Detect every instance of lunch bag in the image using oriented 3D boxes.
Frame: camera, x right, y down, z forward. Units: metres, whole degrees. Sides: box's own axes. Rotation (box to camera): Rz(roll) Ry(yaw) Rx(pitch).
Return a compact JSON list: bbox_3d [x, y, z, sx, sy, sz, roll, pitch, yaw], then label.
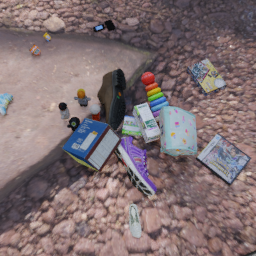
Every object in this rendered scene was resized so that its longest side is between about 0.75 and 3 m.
[{"bbox_3d":[1.654,0.140,9.690,1.092,1.791,1.525,-9,75,32],"label":"lunch bag"}]

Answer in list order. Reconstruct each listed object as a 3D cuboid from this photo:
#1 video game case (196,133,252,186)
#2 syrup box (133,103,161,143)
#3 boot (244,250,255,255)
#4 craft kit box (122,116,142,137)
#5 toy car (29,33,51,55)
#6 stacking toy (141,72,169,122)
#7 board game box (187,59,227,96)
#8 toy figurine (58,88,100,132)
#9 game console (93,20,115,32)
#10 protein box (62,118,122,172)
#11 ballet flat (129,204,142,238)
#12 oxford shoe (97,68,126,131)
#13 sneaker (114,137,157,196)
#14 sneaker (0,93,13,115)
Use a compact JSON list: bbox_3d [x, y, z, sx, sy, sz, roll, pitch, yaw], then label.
[{"bbox_3d":[3.571,1.139,10.473,1.545,0.197,1.396,40,70,18],"label":"video game case"},{"bbox_3d":[0.710,-0.195,10.750,0.555,0.574,1.409,-17,66,-14],"label":"syrup box"},{"bbox_3d":[4.920,4.447,8.459,2.376,0.869,1.789,-14,63,-3],"label":"boot"},{"bbox_3d":[0.199,-0.070,11.089,0.782,0.190,0.773,8,61,4],"label":"craft kit box"},{"bbox_3d":[-3.920,-3.807,12.720,0.440,0.648,1.321,41,74,-16],"label":"toy car"},{"bbox_3d":[1.086,-1.259,10.896,0.825,0.825,1.932,-22,93,-11],"label":"stacking toy"},{"bbox_3d":[3.382,-2.198,12.082,1.037,0.265,1.531,-22,66,-11],"label":"board game box"},{"bbox_3d":[-1.893,-0.642,10.898,1.457,1.014,1.435,-34,68,-15],"label":"toy figurine"},{"bbox_3d":[-1.159,-4.851,13.474,1.024,0.123,0.604,-22,66,-10],"label":"game console"},{"bbox_3d":[-1.267,0.567,9.947,1.409,0.958,1.420,14,63,45],"label":"protein box"},{"bbox_3d":[0.202,3.102,9.415,0.404,0.404,1.126,-9,65,-4],"label":"ballet flat"},{"bbox_3d":[-0.704,-1.069,11.312,1.084,0.933,2.567,-9,67,28],"label":"oxford shoe"},{"bbox_3d":[0.386,1.269,10.019,1.012,0.978,2.425,-24,65,-17],"label":"sneaker"},{"bbox_3d":[-4.981,-1.033,11.434,0.667,0.406,1.021,-23,67,-9],"label":"sneaker"}]
